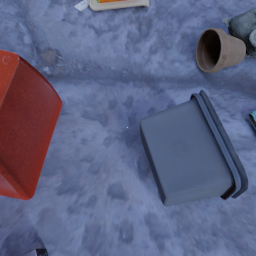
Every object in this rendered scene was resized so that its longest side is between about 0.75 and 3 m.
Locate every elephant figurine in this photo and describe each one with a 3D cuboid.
[{"bbox_3d":[3.652,-2.509,8.125,1.279,1.166,1.649,-19,81,22],"label":"elephant figurine"}]

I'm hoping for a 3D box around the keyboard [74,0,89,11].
[{"bbox_3d":[-1.250,-4.283,9.392,1.169,0.062,0.329,-39,71,-16],"label":"keyboard"}]

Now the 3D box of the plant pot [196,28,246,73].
[{"bbox_3d":[2.702,-2.177,7.943,1.067,1.223,1.223,-3,65,-19],"label":"plant pot"}]

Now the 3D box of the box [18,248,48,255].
[{"bbox_3d":[-2.027,3.291,5.592,0.949,0.824,1.436,-18,67,-8],"label":"box"}]

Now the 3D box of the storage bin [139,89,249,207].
[{"bbox_3d":[1.259,0.600,6.310,1.591,1.725,2.370,-15,64,-3],"label":"storage bin"}]

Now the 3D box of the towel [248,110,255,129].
[{"bbox_3d":[4.230,-0.071,7.365,1.815,0.197,1.331,-16,69,-12],"label":"towel"}]

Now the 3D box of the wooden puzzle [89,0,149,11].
[{"bbox_3d":[-0.325,-4.701,9.363,1.956,0.364,1.810,-3,62,-2],"label":"wooden puzzle"}]

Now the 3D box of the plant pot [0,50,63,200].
[{"bbox_3d":[-3.299,-0.286,6.094,2.859,2.521,2.861,12,67,-2],"label":"plant pot"}]
